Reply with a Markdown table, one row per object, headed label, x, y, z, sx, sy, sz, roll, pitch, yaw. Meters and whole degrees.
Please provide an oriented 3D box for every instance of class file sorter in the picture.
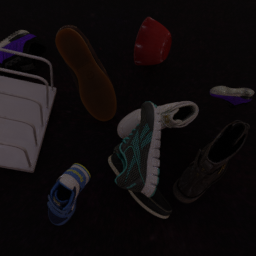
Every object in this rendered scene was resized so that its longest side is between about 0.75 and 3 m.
| label | x | y | z | sx | sy | sz | roll | pitch | yaw |
| --- | --- | --- | --- | --- | --- | --- | --- | --- | --- |
| file sorter | -3.213 | -0.525 | 7.546 | 1.933 | 1.734 | 2.785 | 12 | 62 | -8 |

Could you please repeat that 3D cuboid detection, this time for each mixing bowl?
| label | x | y | z | sx | sy | sz | roll | pitch | yaw |
| --- | --- | --- | --- | --- | --- | --- | --- | --- | --- |
| mixing bowl | 0.895 | -2.700 | 9.143 | 0.861 | 1.589 | 1.589 | 21 | 62 | 15 |

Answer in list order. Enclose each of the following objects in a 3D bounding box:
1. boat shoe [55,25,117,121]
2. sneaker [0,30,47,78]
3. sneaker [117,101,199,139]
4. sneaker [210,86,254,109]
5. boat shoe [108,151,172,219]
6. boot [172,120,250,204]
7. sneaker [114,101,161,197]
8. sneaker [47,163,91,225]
| label | x | y | z | sx | sy | sz | roll | pitch | yaw |
| --- | --- | --- | --- | --- | --- | --- | --- | --- | --- |
| boat shoe | -1.124 | -1.592 | 8.152 | 1.013 | 2.878 | 1.012 | -21 | 26 | 2 |
| sneaker | -3.766 | -2.165 | 9.213 | 1.365 | 0.954 | 2.744 | 27 | 63 | 17 |
| sneaker | 0.813 | -0.261 | 7.760 | 2.245 | 1.297 | 0.827 | -20 | 94 | -8 |
| sneaker | 3.055 | -0.867 | 8.375 | 1.267 | 0.630 | 0.440 | 5 | 39 | 3 |
| boat shoe | 0.380 | 1.328 | 7.132 | 2.165 | 0.778 | 0.732 | 49 | 115 | 17 |
| boot | 2.202 | 0.610 | 6.681 | 0.913 | 2.297 | 2.638 | 38 | 54 | 15 |
| sneaker | 0.213 | 0.400 | 6.638 | 1.068 | 0.908 | 2.341 | 7 | 67 | -3 |
| sneaker | -1.541 | 1.663 | 6.523 | 0.686 | 1.856 | 0.763 | 30 | 28 | 9 |
